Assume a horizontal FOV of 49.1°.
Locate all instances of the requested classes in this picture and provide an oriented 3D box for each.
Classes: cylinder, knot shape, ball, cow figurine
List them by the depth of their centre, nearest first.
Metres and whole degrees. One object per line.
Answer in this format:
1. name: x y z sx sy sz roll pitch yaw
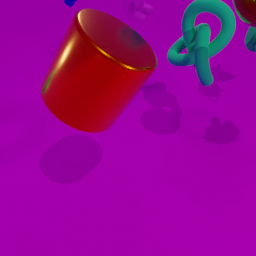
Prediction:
1. cylinder: -0.422 -0.761 3.890 1.220 1.220 1.220 24 38 -21
2. ball: 2.129 -2.040 4.168 1.072 1.072 1.072 0 41 0
3. knot shape: 1.727 -2.101 6.601 0.890 1.801 1.925 0 42 -21
4. cow figurine: -0.167 -3.756 7.901 1.574 1.600 0.878 22 65 33

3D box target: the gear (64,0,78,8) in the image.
1. gear: -1.668 -4.816 9.520 0.269 1.454 1.454 34 39 -15

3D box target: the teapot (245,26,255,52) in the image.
1. teapot: 3.448 -2.381 7.062 0.729 0.926 1.489 18 67 0
